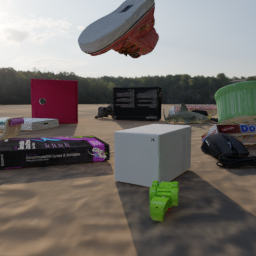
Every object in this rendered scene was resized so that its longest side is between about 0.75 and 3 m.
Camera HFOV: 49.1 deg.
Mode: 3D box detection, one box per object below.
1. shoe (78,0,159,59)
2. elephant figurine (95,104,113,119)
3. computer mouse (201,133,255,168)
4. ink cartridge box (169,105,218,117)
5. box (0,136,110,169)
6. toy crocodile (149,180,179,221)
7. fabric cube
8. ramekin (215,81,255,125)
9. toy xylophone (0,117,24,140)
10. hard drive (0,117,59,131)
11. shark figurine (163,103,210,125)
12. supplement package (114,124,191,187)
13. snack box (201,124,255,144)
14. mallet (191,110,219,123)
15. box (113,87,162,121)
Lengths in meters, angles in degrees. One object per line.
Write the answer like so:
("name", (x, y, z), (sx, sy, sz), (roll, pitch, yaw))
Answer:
("shoe", (-0.043, -2.119, 6.669), (0.985, 1.254, 2.757), (9, 44, 32))
("elephant figurine", (-1.411, -0.927, 16.462), (1.278, 0.904, 0.992), (-16, -20, -8))
("computer mouse", (2.318, 0.378, 5.741), (1.391, 0.456, 1.980), (-1, 6, 4))
("ink cartridge box", (3.838, -1.033, 15.717), (2.593, 0.565, 2.250), (-1, -10, -9))
("box", (-1.540, 0.432, 5.690), (2.043, 0.369, 1.461), (-4, 7, -20))
("toy crocodile", (0.413, 0.776, 3.167), (0.311, 0.284, 0.921), (0, 2, 11))
("fabric cube", (-3.634, -1.283, 13.683), (2.099, 2.065, 2.105), (-1, 6, -19))
("ramekin", (4.110, -0.643, 9.441), (2.261, 1.104, 2.261), (4, -14, 1))
("toy xylophone", (-4.418, -0.034, 8.354), (2.635, 0.662, 1.929), (1, 5, -4))
("hard drive", (-4.462, -0.183, 11.326), (2.705, 0.361, 1.784), (2, 7, 18))
("shark figurine", (2.440, -0.688, 13.221), (2.454, 1.024, 1.466), (-1, 5, -24))
("supplement package", (0.429, 0.370, 4.418), (0.756, 0.765, 1.262), (4, 7, 32))
("snack box", (3.110, 0.158, 7.062), (2.326, 0.283, 0.836), (-1, -21, -12))
("mallet", (4.167, -0.467, 13.756), (0.868, 0.542, 2.636), (-4, 12, -26))
("box", (0.506, -1.304, 15.099), (2.495, 1.761, 0.984), (2, 3, 19))
